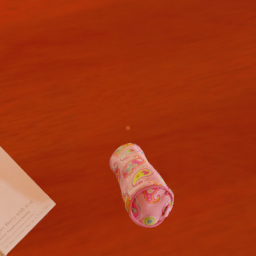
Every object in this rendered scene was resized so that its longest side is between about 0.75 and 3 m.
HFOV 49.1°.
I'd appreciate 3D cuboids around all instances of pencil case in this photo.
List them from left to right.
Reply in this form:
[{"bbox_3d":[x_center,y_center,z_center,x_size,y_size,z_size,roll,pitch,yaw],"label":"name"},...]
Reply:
[{"bbox_3d":[0.219,1.090,5.971,0.966,2.210,0.966,-3,107,-11],"label":"pencil case"}]

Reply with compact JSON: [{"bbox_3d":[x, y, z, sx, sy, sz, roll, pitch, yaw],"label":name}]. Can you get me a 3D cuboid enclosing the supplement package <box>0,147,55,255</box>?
[{"bbox_3d":[-2.674,1.279,5.381,2.051,1.228,1.243,47,51,-3],"label":"supplement package"}]
